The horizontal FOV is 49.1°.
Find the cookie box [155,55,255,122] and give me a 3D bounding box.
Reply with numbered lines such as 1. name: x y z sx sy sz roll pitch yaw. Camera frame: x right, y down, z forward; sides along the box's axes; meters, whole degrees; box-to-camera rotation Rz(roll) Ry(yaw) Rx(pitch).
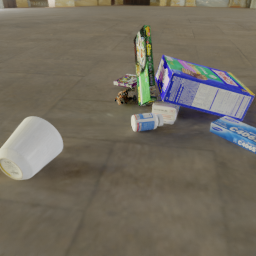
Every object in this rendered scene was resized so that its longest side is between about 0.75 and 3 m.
1. cookie box: 2.467 -1.436 9.556 2.730 1.026 2.336 13 27 -8

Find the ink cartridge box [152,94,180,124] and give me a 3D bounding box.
1. ink cartridge box: 1.266 -0.658 9.352 0.787 0.464 1.366 8 30 15

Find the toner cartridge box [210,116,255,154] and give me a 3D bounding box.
1. toner cartridge box: 3.201 0.160 7.981 0.737 0.335 1.551 -20 34 -32

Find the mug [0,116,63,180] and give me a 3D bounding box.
1. mug: -2.407 0.636 6.630 1.190 1.486 1.220 35 42 -3

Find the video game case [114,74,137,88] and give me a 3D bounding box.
1. video game case: 0.059 -1.953 11.575 0.902 0.178 0.995 16 37 32

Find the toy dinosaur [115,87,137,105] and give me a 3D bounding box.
1. toy dinosaur: -0.114 -1.215 10.347 0.795 0.598 1.171 -12 48 10

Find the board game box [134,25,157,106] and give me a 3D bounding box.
1. board game box: 0.554 -2.046 9.518 0.286 2.441 1.279 -4 -1 -17

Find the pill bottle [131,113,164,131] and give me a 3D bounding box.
1. pill bottle: 0.589 -0.191 8.454 0.906 0.508 0.508 -6 29 -13
